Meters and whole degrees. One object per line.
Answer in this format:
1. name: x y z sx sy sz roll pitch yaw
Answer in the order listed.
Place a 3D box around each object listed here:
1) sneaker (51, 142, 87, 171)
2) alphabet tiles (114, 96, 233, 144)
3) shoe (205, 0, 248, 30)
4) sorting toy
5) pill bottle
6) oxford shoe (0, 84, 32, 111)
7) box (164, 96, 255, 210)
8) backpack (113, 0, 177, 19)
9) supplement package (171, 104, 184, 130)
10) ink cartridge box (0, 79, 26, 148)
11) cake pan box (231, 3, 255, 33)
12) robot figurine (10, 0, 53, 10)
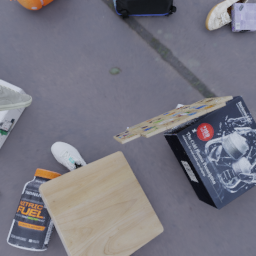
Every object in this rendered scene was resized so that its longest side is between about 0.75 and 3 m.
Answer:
1. sneaker: -1.802 1.066 9.115 1.865 0.825 0.702 41 79 11
2. alphabet tiles: 1.021 -0.229 6.949 2.814 2.342 0.089 -22 96 -9
3. shoe: 3.809 -4.505 10.765 2.157 0.754 0.576 -43 38 -14
4. sorting toy: -0.815 2.461 8.166 2.751 0.957 2.735 -20 74 -35
5. pill bottle: -2.719 2.414 8.526 1.200 1.200 2.260 12 73 3
6. oxford shoe: -3.286 -0.837 7.439 0.861 2.290 0.661 4 100 12
7. box: 2.809 0.698 8.607 2.318 1.325 2.545 -30 94 -10
8. backpack: 0.566 -5.842 10.611 2.435 1.956 2.661 -6 69 -6
9. supplement package: 1.853 -0.176 9.597 0.588 0.610 1.073 13 74 3
10. ink cartridge box: -4.771 -0.492 9.485 1.730 0.999 2.368 24 75 7
11. cake pan box: 4.475 -4.221 10.752 0.973 0.276 1.056 -6 96 -9
12. robot figurine: -3.340 -5.634 10.772 2.686 1.566 1.932 -40 80 -12
